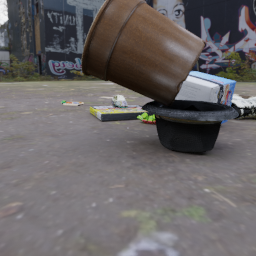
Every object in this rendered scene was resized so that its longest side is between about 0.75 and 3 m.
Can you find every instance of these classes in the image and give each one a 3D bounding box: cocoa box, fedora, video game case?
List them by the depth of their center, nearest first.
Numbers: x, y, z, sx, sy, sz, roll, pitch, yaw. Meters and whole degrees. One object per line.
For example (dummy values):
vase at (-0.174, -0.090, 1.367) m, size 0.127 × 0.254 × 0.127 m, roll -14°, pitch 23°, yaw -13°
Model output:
fedora at (1.631, -0.050, 7.771) m, size 2.711 × 1.238 × 2.711 m, roll 0°, pitch 13°, yaw 0°
cocoa box at (2.469, -1.197, 10.726) m, size 1.654 × 1.681 × 2.520 m, roll -17°, pitch 32°, yaw -39°
video game case at (-0.251, -0.738, 13.152) m, size 2.678 × 0.342 × 2.421 m, roll -3°, pitch 12°, yaw -19°

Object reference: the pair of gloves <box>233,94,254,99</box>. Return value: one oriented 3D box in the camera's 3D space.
pair of gloves at (6.392, -1.641, 16.976) m, size 2.534 × 0.523 × 2.980 m, roll 14°, pitch 21°, yaw 36°

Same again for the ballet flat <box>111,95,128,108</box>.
ballet flat at (-0.448, -1.347, 13.943) m, size 0.617 × 0.617 × 1.716 m, roll -4°, pitch 10°, yaw -19°

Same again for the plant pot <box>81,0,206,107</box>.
plant pot at (0.500, -1.985, 7.481) m, size 2.521 × 2.547 × 2.547 m, roll 28°, pitch 16°, yaw 4°

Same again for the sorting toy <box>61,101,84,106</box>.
sorting toy at (-3.534, -1.524, 17.105) m, size 1.422 × 0.209 × 1.051 m, roll 3°, pitch 13°, yaw 11°

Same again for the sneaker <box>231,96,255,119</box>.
sneaker at (5.239, -0.763, 12.240) m, size 2.845 × 1.076 × 1.247 m, roll 4°, pitch 27°, yaw 36°

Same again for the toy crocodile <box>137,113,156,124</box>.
toy crocodile at (0.922, -0.326, 11.224) m, size 1.266 × 0.391 × 0.427 m, roll 7°, pitch -26°, yaw 36°
